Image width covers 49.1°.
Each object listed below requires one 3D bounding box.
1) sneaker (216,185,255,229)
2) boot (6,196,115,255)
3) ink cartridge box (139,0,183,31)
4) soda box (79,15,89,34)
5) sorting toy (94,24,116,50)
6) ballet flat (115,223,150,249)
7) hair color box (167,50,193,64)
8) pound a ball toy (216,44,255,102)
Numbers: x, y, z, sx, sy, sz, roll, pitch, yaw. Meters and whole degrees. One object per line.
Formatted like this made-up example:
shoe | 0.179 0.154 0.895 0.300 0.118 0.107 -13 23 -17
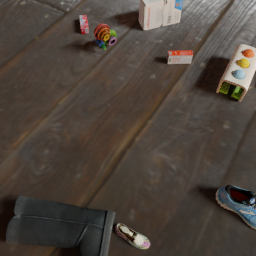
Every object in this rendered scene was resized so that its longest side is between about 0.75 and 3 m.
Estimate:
sneaker | 3.280 2.115 7.473 1.818 0.818 0.713 26 61 16
boot | -1.779 2.869 6.945 2.605 0.855 2.147 10 48 2
ink cartridge box | 1.347 -4.952 11.752 1.692 1.235 0.713 -16 58 -10
soda box | -1.882 -4.437 11.984 0.325 0.294 0.927 -8 57 -5
sorting toy | -0.816 -3.427 10.788 0.812 1.352 0.555 -43 70 16
ballet flat | 0.100 2.809 7.301 1.032 0.367 0.357 27 61 16
hair color box | 1.987 -2.720 10.784 0.917 0.465 0.281 -2 58 -2
pound a ball toy | 4.368 -2.076 10.050 1.550 1.010 2.378 25 61 15
